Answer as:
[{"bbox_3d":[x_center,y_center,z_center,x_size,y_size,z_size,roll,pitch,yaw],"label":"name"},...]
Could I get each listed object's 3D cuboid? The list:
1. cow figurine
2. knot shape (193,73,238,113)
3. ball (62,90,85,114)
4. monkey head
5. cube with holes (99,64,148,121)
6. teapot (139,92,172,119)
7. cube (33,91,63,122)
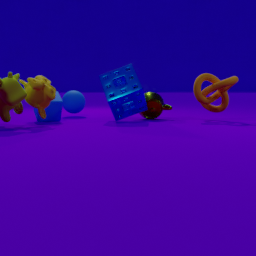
[{"bbox_3d":[-3.379,-0.915,7.543,1.557,1.532,0.855,26,49,24],"label":"cow figurine"},{"bbox_3d":[2.904,-1.124,9.425,1.548,1.448,0.715,-9,43,-3],"label":"knot shape"},{"bbox_3d":[-2.125,-1.014,10.973,0.905,0.905,0.905,0,8,0],"label":"ball"},{"bbox_3d":[-2.620,-1.006,7.908,0.869,1.441,1.037,-38,-13,14],"label":"monkey head"},{"bbox_3d":[-0.144,-1.143,9.148,1.138,1.138,1.138,-20,-33,0],"label":"cube with holes"},{"bbox_3d":[0.762,-0.741,9.883,1.617,1.005,0.792,1,24,-5],"label":"teapot"},{"bbox_3d":[-2.657,-0.725,9.282,0.765,0.765,0.765,-2,34,-28],"label":"cube"}]
